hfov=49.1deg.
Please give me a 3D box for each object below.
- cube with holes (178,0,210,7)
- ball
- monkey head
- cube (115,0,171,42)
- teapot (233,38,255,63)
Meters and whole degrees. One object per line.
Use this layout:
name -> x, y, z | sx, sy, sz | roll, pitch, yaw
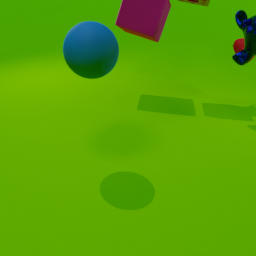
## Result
cube with holes -> 2.096, -4.364, 8.447 | 0.986, 0.986, 0.986 | 15, 15, 9
ball -> -0.697, -1.466, 5.323 | 1.054, 1.054, 1.054 | 0, 28, 0
monkey head -> 3.332, -2.302, 7.339 | 1.249, 1.046, 1.736 | -36, 55, 2
cube -> 0.523, -3.652, 9.008 | 1.291, 1.291, 1.291 | 21, 13, 10
teapot -> 3.599, -2.387, 8.535 | 0.633, 0.803, 1.292 | -23, 9, 22
